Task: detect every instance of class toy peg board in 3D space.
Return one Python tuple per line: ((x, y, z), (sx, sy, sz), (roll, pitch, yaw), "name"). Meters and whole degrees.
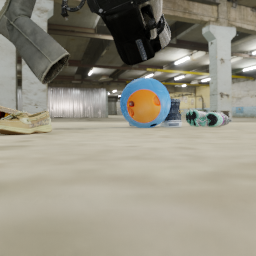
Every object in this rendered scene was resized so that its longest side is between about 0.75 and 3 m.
((-5.313, -0.400, 12.063), (2.000, 0.982, 2.008), (16, -1, -15), "toy peg board")

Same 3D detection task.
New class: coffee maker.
((-0.117, -2.946, 7.497), (2.387, 1.674, 2.485), (2, -15, 13), "coffee maker")

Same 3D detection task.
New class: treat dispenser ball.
((0.605, -0.882, 9.945), (1.793, 1.793, 1.793), (0, 1, 0), "treat dispenser ball")

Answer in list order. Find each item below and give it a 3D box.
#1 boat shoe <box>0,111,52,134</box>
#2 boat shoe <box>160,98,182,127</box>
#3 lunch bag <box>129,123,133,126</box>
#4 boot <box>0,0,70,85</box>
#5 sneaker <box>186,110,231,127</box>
((-1.950, -0.117, 5.248), (0.530, 0.453, 1.445), (0, 1, 15), "boat shoe")
((1.767, -0.605, 11.352), (0.872, 1.119, 2.465), (0, 1, 2), "boat shoe")
((0.432, -0.391, 12.349), (0.806, 0.648, 0.332), (-1, 2, -1), "lunch bag")
((-2.146, -2.350, 6.663), (2.033, 1.848, 0.738), (46, 24, 18), "boot")
((3.354, -0.342, 11.490), (1.273, 0.708, 1.820), (1, 10, -34), "sneaker")
